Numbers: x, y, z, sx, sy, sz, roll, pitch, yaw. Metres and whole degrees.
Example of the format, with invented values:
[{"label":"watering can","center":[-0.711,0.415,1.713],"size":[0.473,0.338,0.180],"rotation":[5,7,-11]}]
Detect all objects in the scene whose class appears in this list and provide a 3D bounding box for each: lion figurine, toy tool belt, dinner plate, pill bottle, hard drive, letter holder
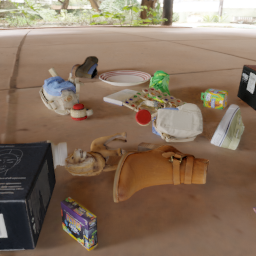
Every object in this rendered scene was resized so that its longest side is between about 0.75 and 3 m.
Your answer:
[{"label":"lion figurine","center":[-0.753,0.669,7.444],"size":[1.340,0.793,2.189],"rotation":[-5,10,8]},{"label":"toy tool belt","center":[1.264,-0.178,8.867],"size":[2.060,1.287,1.266],"rotation":[4,-7,2]},{"label":"toy tool belt","center":[-2.407,-1.369,10.693],"size":[1.572,1.547,2.518],"rotation":[-18,30,-34]},{"label":"dinner plate","center":[-0.155,-2.630,14.909],"size":[2.756,0.334,2.756],"rotation":[1,25,0]},{"label":"pill bottle","center":[-2.246,0.728,7.049],"size":[1.434,0.794,0.794],"rotation":[-6,25,-12]},{"label":"hard drive","center":[-0.172,-1.370,12.317],"size":[1.021,0.196,1.548],"rotation":[18,30,34]},{"label":"letter holder","center":[6.001,-1.460,11.049],"size":[2.065,1.461,2.906],"rotation":[1,25,-3]}]

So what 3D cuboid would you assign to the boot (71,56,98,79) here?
[{"label":"boot","center":[-2.081,-3.427,16.186],"size":[1.202,0.927,2.480],"rotation":[21,39,17]}]

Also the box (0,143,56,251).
[{"label":"box","center":[-2.433,1.236,5.545],"size":[1.552,1.120,2.092],"rotation":[-1,25,-2]}]

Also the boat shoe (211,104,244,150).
[{"label":"boat shoe","center":[3.253,-0.002,8.849],"size":[0.738,0.857,2.379],"rotation":[30,40,14]}]

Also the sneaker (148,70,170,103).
[{"label":"sneaker","center":[1.327,-1.844,12.225],"size":[0.996,1.124,2.690],"rotation":[0,27,1]}]

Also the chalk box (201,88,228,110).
[{"label":"chalk box","center":[3.481,-1.218,11.481],"size":[1.023,0.639,0.634],"rotation":[13,27,28]}]

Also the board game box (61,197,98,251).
[{"label":"board game box","center":[-0.889,1.722,5.063],"size":[0.793,0.656,0.225],"rotation":[20,31,39]}]

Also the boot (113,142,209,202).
[{"label":"boot","center":[0.822,1.032,6.340],"size":[1.827,0.870,2.362],"rotation":[13,29,21]}]

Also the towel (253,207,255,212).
[{"label":"towel","center":[3.081,1.968,5.117],"size":[1.106,0.175,1.539],"rotation":[2,26,2]}]

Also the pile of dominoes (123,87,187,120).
[{"label":"pile of dominoes","center":[1.226,-0.925,10.283],"size":[2.288,0.364,1.784],"rotation":[29,45,21]}]
